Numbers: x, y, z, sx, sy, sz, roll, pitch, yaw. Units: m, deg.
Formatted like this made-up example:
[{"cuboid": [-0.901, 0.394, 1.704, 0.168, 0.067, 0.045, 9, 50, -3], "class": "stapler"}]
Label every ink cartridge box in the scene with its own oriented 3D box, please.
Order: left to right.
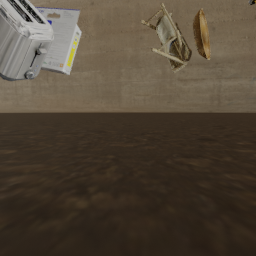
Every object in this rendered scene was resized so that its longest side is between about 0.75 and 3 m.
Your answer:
[{"cuboid": [-2.933, -3.331, 10.605, 2.312, 2.340, 0.550, 15, -5, 24], "class": "ink cartridge box"}]

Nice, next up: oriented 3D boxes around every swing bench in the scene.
[{"cuboid": [1.374, -2.985, 9.418, 1.014, 1.554, 1.563, -33, -36, 24], "class": "swing bench"}]

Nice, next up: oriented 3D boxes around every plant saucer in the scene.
[{"cuboid": [2.335, -2.943, 8.919, 0.280, 1.584, 1.584, -6, 1, 25], "class": "plant saucer"}]

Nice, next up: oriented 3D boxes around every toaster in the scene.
[{"cuboid": [-3.321, -2.707, 7.891, 1.683, 2.605, 1.480, -47, -12, 28], "class": "toaster"}]

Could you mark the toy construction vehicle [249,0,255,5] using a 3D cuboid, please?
[{"cuboid": [3.738, -3.389, 7.576, 0.532, 1.315, 1.510, -17, -16, 3], "class": "toy construction vehicle"}]
